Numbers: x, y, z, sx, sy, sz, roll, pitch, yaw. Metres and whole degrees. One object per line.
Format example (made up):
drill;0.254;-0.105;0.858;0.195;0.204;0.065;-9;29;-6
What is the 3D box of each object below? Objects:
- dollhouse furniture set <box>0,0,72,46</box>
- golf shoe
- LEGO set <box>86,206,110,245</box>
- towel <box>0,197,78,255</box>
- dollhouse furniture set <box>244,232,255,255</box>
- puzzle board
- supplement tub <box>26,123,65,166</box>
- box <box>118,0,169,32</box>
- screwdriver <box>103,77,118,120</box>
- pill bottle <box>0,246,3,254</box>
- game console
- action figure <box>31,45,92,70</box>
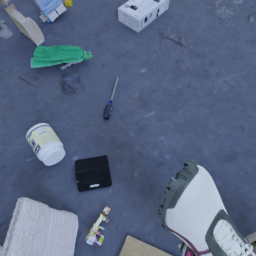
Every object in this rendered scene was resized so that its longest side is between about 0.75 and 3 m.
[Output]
dollhouse furniture set;-3.143;-4.557;10.027;2.283;2.155;1.490;-43;56;-10
golf shoe;1.382;1.628;4.439;1.275;2.895;1.117;21;57;42
LEGO set;-0.674;2.539;7.094;0.399;0.493;1.072;34;41;1
towel;-1.991;3.007;6.081;0.461;1.770;2.672;-15;54;32
dollhouse furniture set;3.897;2.939;6.372;2.432;1.704;1.714;-7;56;-32
puzzle board;0.655;3.741;6.513;2.160;0.188;1.628;21;61;11
supplement tub;-2.352;0.470;8.051;0.772;0.772;1.065;-32;65;-17
box;0.646;-4.780;11.201;1.131;0.583;1.940;37;67;19
screwdriver;-0.491;-1.000;9.230;0.250;0.239;1.717;29;58;-19
pill bottle;-2.626;3.127;6.170;0.708;1.243;0.708;-27;31;17
game console;-0.991;1.284;7.979;0.963;0.560;0.847;-10;90;-5
action figure;-2.288;-2.514;9.910;2.041;0.558;1.206;-2;58;3
